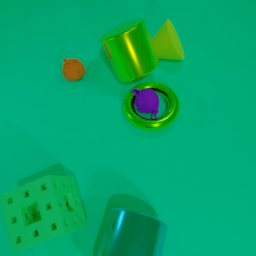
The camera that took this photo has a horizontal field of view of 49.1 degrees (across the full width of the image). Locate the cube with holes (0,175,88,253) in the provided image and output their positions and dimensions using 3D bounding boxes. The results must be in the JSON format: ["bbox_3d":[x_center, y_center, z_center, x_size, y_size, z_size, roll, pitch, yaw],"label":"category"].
[{"bbox_3d":[-1.853,1.872,6.302,1.224,1.224,1.224,-23,74,8],"label":"cube with holes"}]

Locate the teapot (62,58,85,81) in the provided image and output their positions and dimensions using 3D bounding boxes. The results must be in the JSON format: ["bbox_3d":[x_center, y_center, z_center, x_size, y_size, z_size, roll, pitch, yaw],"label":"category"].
[{"bbox_3d":[-1.698,-1.839,8.739,0.733,0.577,1.179,-35,58,-16],"label":"teapot"}]

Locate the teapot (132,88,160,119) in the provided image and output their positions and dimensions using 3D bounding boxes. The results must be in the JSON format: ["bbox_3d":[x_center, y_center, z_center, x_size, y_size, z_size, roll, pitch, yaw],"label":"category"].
[{"bbox_3d":[0.542,-0.725,8.108,0.588,0.746,1.200,-22,64,-43],"label":"teapot"}]

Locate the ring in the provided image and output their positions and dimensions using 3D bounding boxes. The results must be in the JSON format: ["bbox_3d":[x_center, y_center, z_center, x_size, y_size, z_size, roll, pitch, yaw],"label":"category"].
[{"bbox_3d":[0.689,-0.673,8.273,1.688,0.338,1.688,-1,60,3],"label":"ring"}]

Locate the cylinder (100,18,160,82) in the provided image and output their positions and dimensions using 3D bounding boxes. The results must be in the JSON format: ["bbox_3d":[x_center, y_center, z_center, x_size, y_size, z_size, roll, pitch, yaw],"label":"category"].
[{"bbox_3d":[0.071,-2.290,8.268,1.371,1.371,1.371,-20,29,11],"label":"cylinder"}]

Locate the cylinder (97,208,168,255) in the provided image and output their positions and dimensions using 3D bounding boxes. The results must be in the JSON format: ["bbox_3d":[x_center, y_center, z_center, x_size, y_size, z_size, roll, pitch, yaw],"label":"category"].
[{"bbox_3d":[0.079,2.617,6.125,1.340,1.340,1.340,15,64,7],"label":"cylinder"}]

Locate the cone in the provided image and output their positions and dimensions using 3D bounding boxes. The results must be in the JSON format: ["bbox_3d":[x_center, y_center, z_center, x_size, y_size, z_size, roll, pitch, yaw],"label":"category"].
[{"bbox_3d":[0.939,-2.574,9.055,1.331,1.326,1.326,-20,61,24],"label":"cone"}]
